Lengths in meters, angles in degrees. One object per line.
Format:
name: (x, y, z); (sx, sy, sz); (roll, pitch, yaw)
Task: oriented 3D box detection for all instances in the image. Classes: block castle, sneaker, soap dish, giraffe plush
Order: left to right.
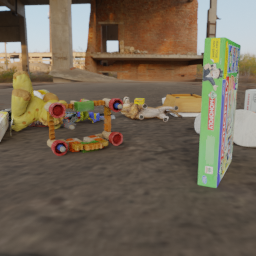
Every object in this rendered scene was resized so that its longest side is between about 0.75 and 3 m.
giraffe plush: (-3.108, -0.737, 9.826); (1.778, 2.192, 1.892); (3, -11, -21)
block castle: (-1.129, -0.074, 7.615); (2.108, 1.408, 0.989); (-8, 15, -34)
soap dish: (2.859, -1.183, 13.993); (1.818, 0.938, 2.310); (-1, 13, -5)
sneaker: (3.455, -0.037, 8.740); (1.224, 1.041, 2.766); (7, 6, -31)

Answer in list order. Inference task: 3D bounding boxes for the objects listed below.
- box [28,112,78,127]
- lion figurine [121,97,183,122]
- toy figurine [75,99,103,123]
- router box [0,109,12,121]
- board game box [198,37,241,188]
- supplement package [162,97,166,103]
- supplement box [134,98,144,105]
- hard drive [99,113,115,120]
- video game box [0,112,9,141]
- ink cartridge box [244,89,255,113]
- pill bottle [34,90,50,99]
box: (-3.037, -0.365, 11.321); (1.734, 0.346, 1.187); (1, 17, 8)
lion figurine: (0.958, -0.709, 12.369); (2.600, 0.942, 1.593); (11, 1, -16)
toy figurine: (-1.480, -0.625, 11.417); (1.061, 0.934, 1.770); (10, -4, -18)
router box: (-4.846, -0.594, 12.454); (1.622, 0.414, 1.210); (0, 12, 0)
board game box: (1.922, -0.377, 5.829); (0.397, 2.730, 1.837); (6, 14, 27)
supplement package: (2.534, -1.647, 16.932); (0.798, 0.478, 0.484); (-21, 21, -25)
supplement box: (0.664, -1.440, 16.235); (0.511, 0.514, 0.939); (2, 13, 7)
hard drive: (-1.097, -0.505, 12.524); (0.934, 0.198, 0.630); (-5, 15, -24)
video game box: (-5.438, -0.040, 9.083); (2.671, 0.686, 2.931); (-3, 12, -16)
ink cartridge box: (5.954, -0.873, 11.512); (1.339, 1.345, 1.851); (-6, 13, -26)
pill bottle: (-5.270, -1.709, 16.404); (0.977, 0.977, 1.733); (2, 12, 9)
